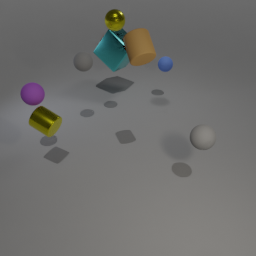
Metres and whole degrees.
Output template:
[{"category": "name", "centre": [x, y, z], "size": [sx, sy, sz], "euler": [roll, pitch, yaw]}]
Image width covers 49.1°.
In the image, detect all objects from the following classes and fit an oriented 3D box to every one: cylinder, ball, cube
[{"category": "cylinder", "centre": [-2.430, -0.193, 8.274], "size": [0.700, 0.700, 0.700], "euler": [31, 39, 7]}, {"category": "ball", "centre": [-2.885, -1.028, 8.485], "size": [0.700, 0.700, 0.700], "euler": [0, 32, 0]}, {"category": "ball", "centre": [-0.439, -3.630, 9.441], "size": [0.700, 0.700, 0.700], "euler": [0, 32, 0]}, {"category": "ball", "centre": [1.734, -2.958, 12.994], "size": [0.700, 0.700, 0.700], "euler": [0, 32, 0]}, {"category": "cube", "centre": [-0.506, -3.774, 13.454], "size": [1.400, 1.400, 1.400], "euler": [45, 33, 2]}, {"category": "cylinder", "centre": [0.294, -2.065, 7.191], "size": [0.700, 0.700, 0.700], "euler": [-13, 79, -19]}, {"category": "ball", "centre": [2.029, 0.249, 7.584], "size": [0.700, 0.700, 0.700], "euler": [0, 32, 0]}, {"category": "ball", "centre": [-1.602, -2.377, 10.034], "size": [0.700, 0.700, 0.700], "euler": [0, 32, 0]}]
